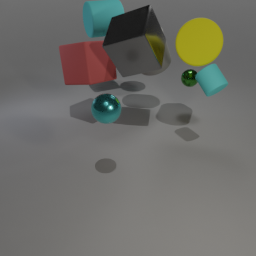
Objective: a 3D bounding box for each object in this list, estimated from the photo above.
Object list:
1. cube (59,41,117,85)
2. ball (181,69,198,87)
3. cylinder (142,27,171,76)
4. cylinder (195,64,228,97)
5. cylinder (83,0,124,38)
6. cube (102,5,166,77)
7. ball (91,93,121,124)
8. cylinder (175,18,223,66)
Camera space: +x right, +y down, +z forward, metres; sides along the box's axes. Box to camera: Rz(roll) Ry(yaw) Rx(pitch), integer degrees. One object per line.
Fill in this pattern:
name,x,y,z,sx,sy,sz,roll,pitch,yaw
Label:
cube,-1.428,-2.358,10.130,1.400,1.400,1.400,7,20,39
ball,2.470,-1.990,11.175,0.700,0.700,0.700,0,30,0
cylinder,0.831,-2.982,10.748,1.400,1.400,1.400,-12,52,16
cylinder,2.439,-1.394,8.199,0.700,0.700,0.700,-20,74,-30
cylinder,-1.023,-4.560,11.681,1.400,1.400,1.400,-14,32,-21
cube,0.249,-2.663,8.751,1.400,1.400,1.400,-7,54,27
ball,-0.501,-0.445,6.455,0.700,0.700,0.700,0,30,0
cylinder,2.280,-2.698,8.999,1.400,1.400,1.400,8,14,13
